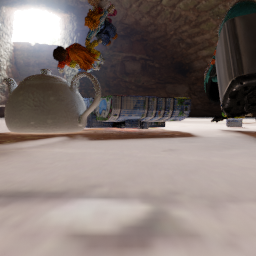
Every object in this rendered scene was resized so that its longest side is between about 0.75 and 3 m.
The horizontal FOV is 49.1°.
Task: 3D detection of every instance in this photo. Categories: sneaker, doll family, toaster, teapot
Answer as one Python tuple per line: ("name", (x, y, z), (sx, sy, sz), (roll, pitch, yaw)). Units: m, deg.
("sneaker", (2.866, -1.923, 7.739), (1.057, 1.183, 2.961), (9, -40, 3))
("doll family", (-0.658, -1.754, 5.435), (0.857, 1.901, 1.180), (35, 9, 13))
("toaster", (3.061, -1.241, 6.071), (2.555, 1.516, 2.310), (-7, -17, 12))
("teapot", (-1.623, -0.561, 5.713), (1.751, 1.279, 1.728), (0, 3, -23))

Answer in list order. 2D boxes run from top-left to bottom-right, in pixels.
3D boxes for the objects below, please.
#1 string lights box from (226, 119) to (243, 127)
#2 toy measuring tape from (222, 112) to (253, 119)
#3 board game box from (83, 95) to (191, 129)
("string lights box", (3.100, -0.152, 8.192), (0.420, 0.241, 0.817), (1, 3, 18))
("toy measuring tape", (5.455, -0.740, 14.199), (0.959, 0.959, 2.607), (2, 4, 42))
("board game box", (-0.180, -0.350, 6.792), (2.444, 0.754, 2.446), (-1, 3, -20))
